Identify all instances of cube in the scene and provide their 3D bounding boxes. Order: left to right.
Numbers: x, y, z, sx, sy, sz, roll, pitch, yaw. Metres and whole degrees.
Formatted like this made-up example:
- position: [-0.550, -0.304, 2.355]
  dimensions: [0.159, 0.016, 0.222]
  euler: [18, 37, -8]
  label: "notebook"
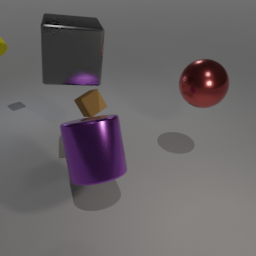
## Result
- position: [-1.415, -1.979, 7.052]
  dimensions: [1.400, 1.400, 1.400]
  euler: [0, 31, -14]
  label: "cube"
- position: [-1.277, -0.842, 9.552]
  dimensions: [0.700, 0.700, 0.700]
  euler: [-37, 20, -23]
  label: "cube"

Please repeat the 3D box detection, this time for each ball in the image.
- position: [2.171, -1.269, 8.051]
  dimensions: [1.400, 1.400, 1.400]
  euler: [0, 29, 0]
  label: "ball"

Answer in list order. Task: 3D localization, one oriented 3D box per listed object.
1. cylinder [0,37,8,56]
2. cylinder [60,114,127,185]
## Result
- position: [-5.035, -3.162, 10.527]
  dimensions: [0.700, 0.700, 0.700]
  euler: [-30, 73, -42]
  label: "cylinder"
- position: [-0.807, 0.474, 6.697]
  dimensions: [1.400, 1.400, 1.400]
  euler: [-9, 7, 1]
  label: "cylinder"
